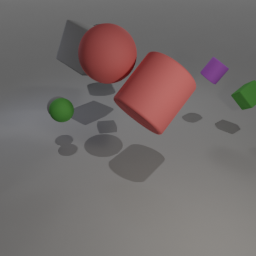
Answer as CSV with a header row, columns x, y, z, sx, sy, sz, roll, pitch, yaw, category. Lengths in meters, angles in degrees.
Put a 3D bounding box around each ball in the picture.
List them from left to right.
x,y,z,sx,sy,sz,roll,pitch,yaw,category
-2.208,-0.654,8.881,0.700,0.700,0.700,0,29,0,ball
-1.906,-0.513,8.041,0.700,0.700,0.700,0,29,0,ball
-0.488,-1.773,6.732,1.400,1.400,1.400,0,29,0,ball

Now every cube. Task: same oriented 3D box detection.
x,y,z,sx,sy,sz,roll,pitch,yaw,category
-1.381,-2.740,9.754,1.400,1.400,1.400,35,25,24,cube
4.235,-1.143,9.856,0.700,0.700,0.700,-38,1,-6,cube

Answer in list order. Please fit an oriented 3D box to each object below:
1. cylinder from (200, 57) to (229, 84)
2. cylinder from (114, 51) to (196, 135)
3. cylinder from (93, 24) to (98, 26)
x,y,z,sx,sy,sz,roll,pitch,yaw,category
3.049,-2.022,9.889,0.700,0.700,0.700,31,23,-15,cylinder
0.616,-0.794,6.536,1.400,1.400,1.400,-53,45,-4,cylinder
-1.175,-3.947,12.650,1.400,1.400,1.400,-6,22,-12,cylinder
